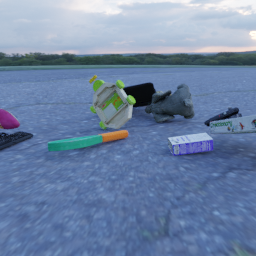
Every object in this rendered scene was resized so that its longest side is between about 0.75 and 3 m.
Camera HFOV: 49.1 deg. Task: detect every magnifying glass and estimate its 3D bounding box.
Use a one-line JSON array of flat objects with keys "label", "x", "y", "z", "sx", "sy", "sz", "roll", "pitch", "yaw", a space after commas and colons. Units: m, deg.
[{"label": "magnifying glass", "x": -0.848, "y": 0.271, "z": 6.608, "sx": 0.878, "sy": 0.247, "sz": 2.207, "roll": -5, "pitch": 1, "yaw": 45}]

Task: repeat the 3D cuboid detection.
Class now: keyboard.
[{"label": "keyboard", "x": -3.100, "y": 0.247, "z": 6.907, "sx": 0.776, "sy": 0.295, "sz": 1.491, "roll": 4, "pitch": 15, "yaw": 20}]

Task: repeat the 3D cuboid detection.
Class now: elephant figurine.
[{"label": "elephant figurine", "x": 1.240, "y": -0.680, "z": 9.198, "sx": 1.736, "sy": 1.347, "sz": 1.228, "roll": -11, "pitch": 53, "yaw": 16}]

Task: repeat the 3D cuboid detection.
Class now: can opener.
[{"label": "can opener", "x": 2.452, "y": -0.273, "z": 7.321, "sx": 0.963, "sy": 0.379, "sz": 0.305, "roll": -20, "pitch": -39, "yaw": 28}]

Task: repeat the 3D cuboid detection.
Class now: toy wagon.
[{"label": "toy wagon", "x": -0.546, "y": -0.809, "z": 8.035, "sx": 1.281, "sy": 1.650, "sz": 0.327, "roll": -40, "pitch": -16, "yaw": 27}]

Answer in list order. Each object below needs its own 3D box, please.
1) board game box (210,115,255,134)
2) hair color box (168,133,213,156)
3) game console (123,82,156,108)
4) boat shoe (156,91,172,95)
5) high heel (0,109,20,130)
[{"label": "board game box", "x": 2.742, "y": -0.062, "z": 5.938, "sx": 1.183, "sy": 0.324, "sz": 1.874, "roll": -1, "pitch": -3, "yaw": -14}, {"label": "hair color box", "x": 1.403, "y": 0.361, "z": 6.341, "sx": 0.915, "sy": 0.297, "sz": 0.500, "roll": -6, "pitch": 16, "yaw": -2}, {"label": "game console", "x": 0.031, "y": -1.314, "z": 10.235, "sx": 1.925, "sy": 1.120, "sz": 1.693, "roll": -10, "pitch": 31, "yaw": 8}, {"label": "boat shoe", "x": 1.071, "y": -1.333, "z": 11.811, "sx": 1.781, "sy": 0.560, "sz": 0.649, "roll": -6, "pitch": 26, "yaw": -8}, {"label": "high heel", "x": -3.579, "y": -0.095, "z": 7.070, "sx": 1.789, "sy": 0.602, "sz": 0.858, "roll": 15, "pitch": 46, "yaw": 23}]
